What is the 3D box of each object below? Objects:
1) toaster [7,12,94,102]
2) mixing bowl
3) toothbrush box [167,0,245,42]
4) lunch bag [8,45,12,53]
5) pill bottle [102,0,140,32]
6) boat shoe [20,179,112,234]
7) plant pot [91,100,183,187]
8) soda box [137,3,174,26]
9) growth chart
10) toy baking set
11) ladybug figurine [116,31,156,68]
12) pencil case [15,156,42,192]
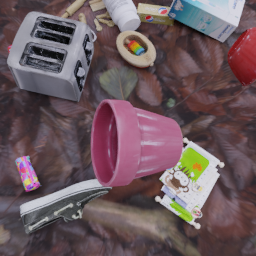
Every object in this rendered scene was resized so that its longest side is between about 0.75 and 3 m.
[{"bbox_3d":[-2.670,-2.488,9.797,2.702,1.603,2.443,13,67,-1],"label":"toaster"},{"bbox_3d":[3.253,-2.024,7.433,0.881,1.626,1.626,35,71,0],"label":"mixing bowl"},{"bbox_3d":[3.089,-4.829,10.902,2.534,1.081,1.855,23,69,-4],"label":"toothbrush box"},{"bbox_3d":[-4.080,-2.969,10.783,0.956,0.392,0.842,-20,67,-12],"label":"lunch bag"},{"bbox_3d":[-0.276,-4.741,11.115,1.025,1.025,1.808,-23,77,-9],"label":"pill bottle"},{"bbox_3d":[-1.729,2.306,8.315,2.859,1.011,0.910,-21,68,0],"label":"boat shoe"},{"bbox_3d":[0.234,0.371,6.884,1.826,2.041,2.041,2,66,-23],"label":"plant pot"},{"bbox_3d":[1.131,-4.618,11.398,1.537,0.492,0.521,10,68,3],"label":"soda box"},{"bbox_3d":[1.933,1.647,8.963,1.805,0.221,2.494,27,69,12],"label":"growth chart"},{"bbox_3d":[-1.714,-4.410,11.408,2.012,0.305,2.622,40,73,15],"label":"toy baking set"},{"bbox_3d":[0.308,-2.899,10.593,1.230,0.652,1.811,-34,72,-13],"label":"ladybug figurine"},{"bbox_3d":[-3.176,1.442,8.892,0.508,0.508,1.150,-27,71,-11],"label":"pencil case"}]
